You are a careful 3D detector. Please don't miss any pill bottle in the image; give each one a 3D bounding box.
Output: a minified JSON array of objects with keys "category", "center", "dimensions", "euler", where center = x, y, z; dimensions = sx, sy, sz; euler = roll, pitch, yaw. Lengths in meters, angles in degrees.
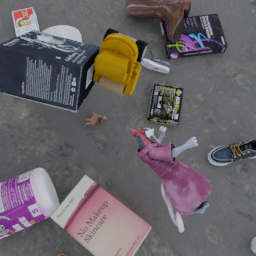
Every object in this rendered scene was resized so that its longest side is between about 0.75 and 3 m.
[{"category":"pill bottle","center":[-3.836,2.544,8.894],"dimensions":[2.939,1.650,1.650],"euler":[-23,70,-8]}]

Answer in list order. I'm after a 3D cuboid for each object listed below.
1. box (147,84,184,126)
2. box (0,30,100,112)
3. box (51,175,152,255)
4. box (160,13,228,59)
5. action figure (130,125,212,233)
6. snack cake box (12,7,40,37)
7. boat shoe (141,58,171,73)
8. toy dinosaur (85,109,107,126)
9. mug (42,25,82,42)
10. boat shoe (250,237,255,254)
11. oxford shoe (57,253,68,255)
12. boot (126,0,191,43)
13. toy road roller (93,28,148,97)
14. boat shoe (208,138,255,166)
[{"category":"box","center":[1.473,-0.927,10.957],"dimensions":[1.227,0.379,1.537],"euler":[10,69,2]},{"category":"box","center":[-2.307,-1.836,8.598],"dimensions":[2.340,1.475,2.381],"euler":[13,29,0]},{"category":"box","center":[-0.796,3.001,8.814],"dimensions":[2.621,1.428,1.676],"euler":[35,72,13]},{"category":"box","center":[2.820,-3.996,12.117],"dimensions":[2.573,0.464,1.839],"euler":[-7,68,-3]},{"category":"action figure","center":[0.982,1.042,7.649],"dimensions":[2.736,1.833,2.037],"euler":[42,84,-4]},{"category":"snack cake box","center":[-4.414,-4.401,12.237],"dimensions":[0.938,0.548,1.631],"euler":[-16,69,-4]},{"category":"boat shoe","center":[1.127,-2.698,11.612],"dimensions":[1.310,0.470,0.444],"euler":[19,70,5]},{"category":"toy dinosaur","center":[-1.268,-0.293,10.722],"dimensions":[0.883,0.379,0.598],"euler":[-42,80,-9]},{"category":"mug","center":[-2.630,-2.662,11.203],"dimensions":[1.768,2.208,1.812],"euler":[-7,75,-38]},{"category":"boat shoe","center":[5.005,4.020,8.786],"dimensions":[2.120,0.740,0.752],"euler":[24,70,9]},{"category":"oxford shoe","center":[-1.932,4.882,8.473],"dimensions":[0.726,0.725,2.035],"euler":[-11,67,-3]},{"category":"boot","center":[1.013,-4.702,11.874],"dimensions":[2.805,0.901,2.614],"euler":[15,53,14]},{"category":"toy road roller","center":[-0.390,-1.720,8.174],"dimensions":[1.290,2.099,1.532],"euler":[23,43,5]},{"category":"boat shoe","center":[3.911,0.789,9.971],"dimensions":[2.034,0.923,0.720],"euler":[-11,69,-4]}]
